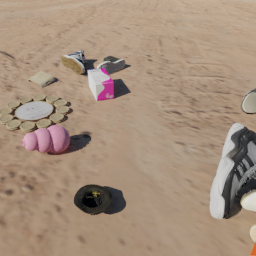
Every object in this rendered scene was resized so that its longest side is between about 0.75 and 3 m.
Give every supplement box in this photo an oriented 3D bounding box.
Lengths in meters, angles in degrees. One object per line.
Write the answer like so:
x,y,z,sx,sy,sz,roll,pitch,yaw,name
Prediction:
-1.238,-1.992,12.639,0.832,0.850,1.645,-9,34,-15,supplement box

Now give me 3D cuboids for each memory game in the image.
-3.746,-0.663,11.282,2.800,0.178,2.800,1,34,0,memory game

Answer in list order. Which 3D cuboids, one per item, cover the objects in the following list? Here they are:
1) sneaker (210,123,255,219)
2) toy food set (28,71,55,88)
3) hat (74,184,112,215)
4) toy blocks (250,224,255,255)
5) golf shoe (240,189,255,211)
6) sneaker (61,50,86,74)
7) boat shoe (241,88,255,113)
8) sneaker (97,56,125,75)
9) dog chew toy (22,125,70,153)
3.100,1.159,7.123,1.574,1.044,2.766,17,59,18,sneaker
-4.250,-2.352,13.699,1.118,0.338,0.802,24,53,32,toy food set
-0.906,1.943,7.240,1.081,0.436,1.081,4,27,-2,hat
3.385,2.724,5.760,1.807,0.787,2.168,20,39,26,toy blocks
3.791,1.982,6.952,1.849,0.671,0.852,3,34,4,golf shoe
-2.578,-3.571,15.020,1.214,0.784,2.238,-25,38,-29,sneaker
5.275,-1.170,11.816,2.244,0.815,0.704,-35,5,-33,boat shoe
-1.118,-3.327,14.806,0.970,0.691,1.956,24,36,34,sneaker
-2.615,0.392,8.917,1.448,0.902,0.902,-7,32,-37,dog chew toy
